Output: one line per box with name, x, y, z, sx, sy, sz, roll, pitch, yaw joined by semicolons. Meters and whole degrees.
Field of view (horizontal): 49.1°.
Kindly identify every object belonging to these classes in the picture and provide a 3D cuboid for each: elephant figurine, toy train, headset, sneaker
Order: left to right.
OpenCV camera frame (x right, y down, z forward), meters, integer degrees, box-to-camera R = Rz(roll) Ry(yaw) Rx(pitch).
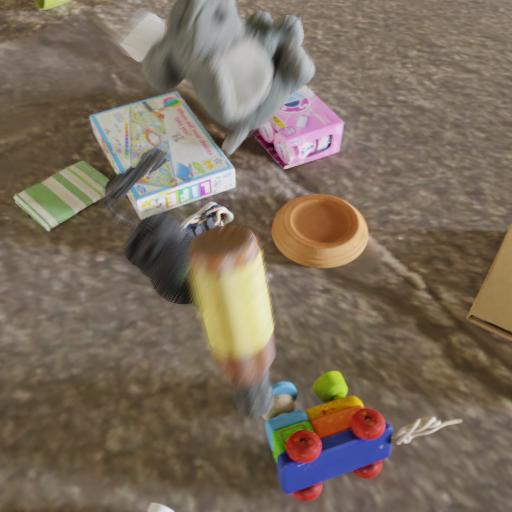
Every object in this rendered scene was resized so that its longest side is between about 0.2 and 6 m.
headset;-0.821;-0.094;5.998;0.991;2.110;1.303;-43;38;-9
sneaker;-0.941;-0.471;10.014;0.541;0.535;1.363;22;51;25
elephant figurine;-0.714;-3.308;9.015;2.286;3.231;2.507;-17;86;32
toy train;1.286;2.131;7.569;2.458;1.041;1.422;-15;37;-13

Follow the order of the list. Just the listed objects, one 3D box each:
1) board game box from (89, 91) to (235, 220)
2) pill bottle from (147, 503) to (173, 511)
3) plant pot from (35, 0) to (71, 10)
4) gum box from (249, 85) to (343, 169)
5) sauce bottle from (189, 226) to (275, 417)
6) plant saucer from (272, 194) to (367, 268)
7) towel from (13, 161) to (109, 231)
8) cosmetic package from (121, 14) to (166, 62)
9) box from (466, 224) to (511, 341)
board game box;-1.976;-2.171;11.495;2.011;0.512;2.991;-21;52;-17
pill bottle;-1.300;3.436;6.694;0.463;0.463;0.833;16;50;13
plant pot;-5.736;-7.538;15.983;0.981;0.918;0.918;-22;51;-34
gum box;0.664;-2.916;11.937;1.365;0.795;2.405;-22;53;-19
sauce bottle;-0.169;0.701;5.405;0.663;2.007;0.663;-5;31;3
plant saucer;1.166;-0.541;10.218;1.759;0.329;1.759;0;49;0
towel;-3.695;-1.204;10.894;1.224;0.188;1.604;36;57;27
cosmetic package;-2.052;-4.016;10.308;0.804;0.409;0.298;-48;40;-2
box;4.825;0.604;9.272;1.952;0.254;2.388;25;54;21
